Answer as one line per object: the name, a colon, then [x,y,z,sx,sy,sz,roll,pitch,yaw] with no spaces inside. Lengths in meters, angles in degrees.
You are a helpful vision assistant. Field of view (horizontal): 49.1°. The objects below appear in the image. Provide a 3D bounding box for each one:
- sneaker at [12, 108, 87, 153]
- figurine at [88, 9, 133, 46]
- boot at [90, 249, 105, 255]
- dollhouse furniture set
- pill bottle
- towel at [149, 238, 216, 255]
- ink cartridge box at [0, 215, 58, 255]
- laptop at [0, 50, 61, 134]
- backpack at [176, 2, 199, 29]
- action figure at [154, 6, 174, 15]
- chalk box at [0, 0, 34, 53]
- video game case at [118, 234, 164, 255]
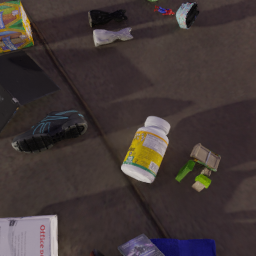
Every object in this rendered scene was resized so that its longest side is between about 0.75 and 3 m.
sneaker: [-2.922,0.083,10.435,2.755,1.039,1.092,-19,55,-13]
figurine: [-0.723,-4.420,12.201,1.705,0.752,1.747,-12,70,-9]
boot: [-1.448,5.380,8.537,2.608,0.893,2.456,-27,79,-3]
dollhouse furniture set: [2.566,1.434,10.127,1.025,0.785,1.565,34,44,6]
pill bottle: [0.709,0.722,9.933,1.217,1.217,2.159,22,71,8]
towel: [1.621,4.488,8.884,2.461,0.610,1.817,1,62,0]
ink cartridge box: [-3.490,3.728,8.750,2.409,1.035,1.764,-2,79,-3]
laptop: [-4.820,-1.438,11.336,2.683,1.661,2.865,45,104,15]
backpack: [2.562,-4.894,12.255,0.766,0.903,1.017,18,73,31]
action figure: [1.663,-5.326,12.761,0.918,0.237,0.300,16,73,8]
chalk box: [-5.340,-4.140,11.678,2.267,1.403,1.411,-14,69,-6]
video game case: [0.493,3.845,8.402,1.012,0.134,1.417,-13,28,-33]
